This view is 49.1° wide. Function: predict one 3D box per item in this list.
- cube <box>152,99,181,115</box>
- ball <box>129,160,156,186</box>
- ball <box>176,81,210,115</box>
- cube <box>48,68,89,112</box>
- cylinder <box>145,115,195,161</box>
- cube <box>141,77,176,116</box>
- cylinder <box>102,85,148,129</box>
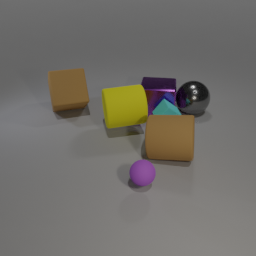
[{"bbox_3d":[1.442,-0.510,10.383,0.700,0.700,0.700,30,23,-26],"label":"cube"},{"bbox_3d":[0.387,1.194,7.459,0.700,0.700,0.700,0,30,0],"label":"ball"},{"bbox_3d":[2.667,-1.239,11.542,1.400,1.400,1.400,0,30,0],"label":"ball"},{"bbox_3d":[-2.471,-1.530,11.514,1.400,1.400,1.400,-9,-3,-17],"label":"cube"},{"bbox_3d":[1.338,0.294,8.731,1.400,1.400,1.400,1,29,15],"label":"cylinder"},{"bbox_3d":[1.212,-1.169,11.415,1.400,1.400,1.400,4,30,7],"label":"cube"},{"bbox_3d":[-0.142,-0.763,9.923,1.400,1.400,1.400,-8,31,-9],"label":"cylinder"}]
